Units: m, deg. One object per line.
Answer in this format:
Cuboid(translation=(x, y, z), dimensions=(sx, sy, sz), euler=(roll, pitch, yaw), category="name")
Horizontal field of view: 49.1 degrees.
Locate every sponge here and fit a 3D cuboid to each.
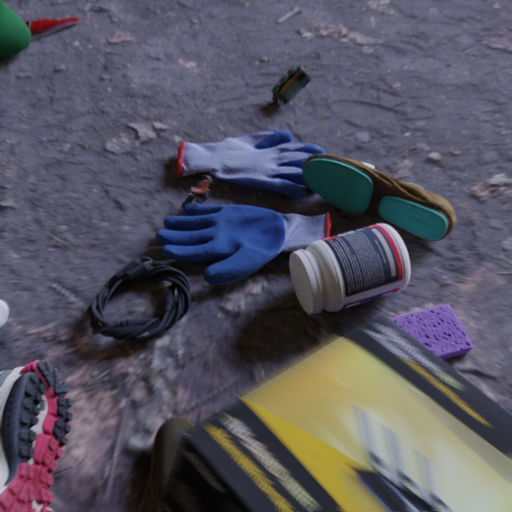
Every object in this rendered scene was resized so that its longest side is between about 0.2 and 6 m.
Cuboid(translation=(2.264, 1.175, 7.936), dimensions=(1.370, 0.204, 0.764), euler=(-12, 52, -10), category="sponge")

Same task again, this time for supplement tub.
Cuboid(translation=(1.349, 0.198, 8.166), dimensions=(1.514, 1.062, 1.062), euler=(-15, 53, -12), category="supplement tub")

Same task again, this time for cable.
Cuboid(translation=(-1.725, 0.718, 8.242), dimensions=(1.264, 0.394, 1.549), euler=(36, 56, 19), category="cable")

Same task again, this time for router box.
Cuboid(translation=(1.768, 2.737, 5.338), dimensions=(4.288, 1.120, 3.371), euler=(40, 38, 27), category="router box")

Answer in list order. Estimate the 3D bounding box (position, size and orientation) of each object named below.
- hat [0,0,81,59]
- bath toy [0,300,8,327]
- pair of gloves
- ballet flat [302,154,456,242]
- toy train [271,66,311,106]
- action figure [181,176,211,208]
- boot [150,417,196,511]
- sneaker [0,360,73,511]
Cuboid(translation=(-5.276, -4.695, 12.598), dimensions=(2.268, 1.997, 1.879), euler=(-49, 43, 16), category="hat")
Cuboid(translation=(-4.253, 0.547, 7.740), dimensions=(0.713, 1.640, 0.606), euler=(-41, 19, 19), category="bath toy")
Cuboid(translation=(-0.138, -0.945, 9.532), dimensions=(2.868, 0.406, 3.568), euler=(0, 50, 3), category="pair of gloves")
Cuboid(translation=(2.087, -1.094, 9.416), dimensions=(2.651, 0.899, 0.959), euler=(23, 37, 16), category="ballet flat")
Cuboid(translation=(0.696, -3.430, 11.325), dimensions=(0.894, 0.381, 0.509), euler=(-47, 43, 5), category="toy train")
Cuboid(translation=(-0.965, -1.010, 9.408), dimensions=(0.332, 0.614, 0.635), euler=(35, 72, 6), category="action figure")
Cuboid(translation=(-0.620, 2.752, 5.950), dimensions=(0.975, 1.265, 2.609), euler=(-11, 53, -13), category="boot")
Cuboid(translation=(-2.914, 2.730, 6.143), dimensions=(1.191, 1.285, 3.189), euler=(-14, 44, 10), category="sneaker")
